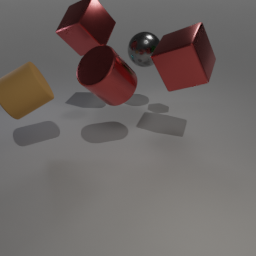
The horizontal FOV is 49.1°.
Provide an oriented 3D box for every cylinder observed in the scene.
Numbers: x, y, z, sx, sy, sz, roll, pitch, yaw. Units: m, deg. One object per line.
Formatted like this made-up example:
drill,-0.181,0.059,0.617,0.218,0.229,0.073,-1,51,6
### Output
cylinder,-0.626,-1.591,8.680,1.400,1.400,1.400,25,-7,37
cylinder,-3.380,-1.210,9.115,1.400,1.400,1.400,-31,34,-2

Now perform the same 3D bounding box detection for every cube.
cube,-1.570,-3.802,10.578,1.400,1.400,1.400,-1,61,41
cube,1.796,-2.216,8.879,1.400,1.400,1.400,-8,38,36

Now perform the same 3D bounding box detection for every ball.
ball,0.682,-3.200,11.446,1.400,1.400,1.400,0,29,0
